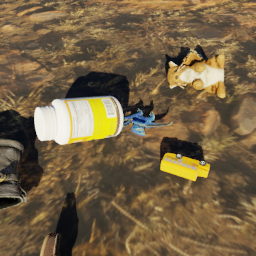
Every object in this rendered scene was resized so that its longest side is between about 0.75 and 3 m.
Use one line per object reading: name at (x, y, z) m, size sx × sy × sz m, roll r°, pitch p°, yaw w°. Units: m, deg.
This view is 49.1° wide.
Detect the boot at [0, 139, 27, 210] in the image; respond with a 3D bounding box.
boot at (-4.312, 1.376, 8.020) m, size 2.824 × 0.978 × 2.458 m, roll -6°, pitch 38°, yaw -11°

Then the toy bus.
toy bus at (1.760, 1.207, 8.641) m, size 1.399 × 0.455 × 0.548 m, roll 16°, pitch 41°, yaw 19°

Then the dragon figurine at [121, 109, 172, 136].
dragon figurine at (0.491, -0.137, 10.205) m, size 2.089 × 0.615 × 1.039 m, roll 22°, pitch 43°, yaw 26°

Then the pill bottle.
pill bottle at (-1.603, -0.276, 9.272) m, size 2.680 × 1.464 × 1.464 m, roll -8°, pitch 37°, yaw -32°

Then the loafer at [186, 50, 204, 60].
loafer at (3.537, -3.394, 14.250) m, size 0.730 × 0.659 × 1.930 m, roll -16°, pitch 41°, yaw -20°

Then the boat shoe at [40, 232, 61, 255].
boat shoe at (-1.655, 3.136, 6.134) m, size 0.601 × 0.602 × 1.709 m, roll -3°, pitch 46°, yaw 4°

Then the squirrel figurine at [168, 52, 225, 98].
squirrel figurine at (2.976, -2.418, 12.555) m, size 2.355 × 1.786 × 2.523 m, roll -4°, pitch 23°, yaw 11°
